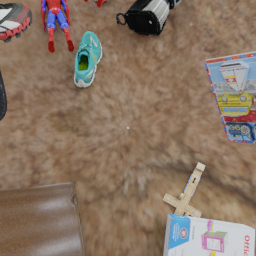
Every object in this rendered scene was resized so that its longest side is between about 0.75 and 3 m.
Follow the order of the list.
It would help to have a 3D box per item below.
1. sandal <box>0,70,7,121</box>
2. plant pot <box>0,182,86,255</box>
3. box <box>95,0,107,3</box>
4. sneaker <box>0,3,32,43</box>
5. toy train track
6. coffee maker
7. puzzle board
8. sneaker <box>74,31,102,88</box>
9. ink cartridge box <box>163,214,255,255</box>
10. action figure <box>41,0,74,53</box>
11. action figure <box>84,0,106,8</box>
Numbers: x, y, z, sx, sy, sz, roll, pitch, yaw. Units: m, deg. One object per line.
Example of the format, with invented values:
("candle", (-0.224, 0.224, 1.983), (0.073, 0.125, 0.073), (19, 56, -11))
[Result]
("sandal", (-1.996, -1.128, 3.505), (0.843, 0.506, 2.245), (-6, 103, -17))
("plant pot", (-2.026, 2.139, 5.213), (2.375, 2.399, 2.399), (-9, 66, -12))
("box", (-0.895, -4.485, 9.167), (0.384, 0.288, 0.767), (-1, 68, -1))
("sneaker", (-2.803, -2.161, 5.467), (0.783, 1.082, 2.214), (18, 45, 27))
("toy train track", (1.415, 1.498, 6.503), (0.921, 0.261, 1.606), (27, 68, 11))
("coffee maker", (0.656, -3.697, 8.394), (1.504, 1.055, 1.566), (28, 68, 12))
("puzzle board", (1.900, -0.318, 3.496), (0.160, 1.382, 1.834), (-40, 26, -31))
("sneaker", (-1.126, -2.010, 7.819), (0.699, 0.718, 1.803), (3, 65, 1))
("ink cartridge box", (1.616, 2.506, 5.698), (1.683, 0.712, 1.216), (7, 78, 2))
("action figure", (-2.184, -3.334, 8.463), (0.866, 0.684, 2.647), (-9, 61, -10))
("action figure", (-0.384, -4.991, 8.753), (0.852, 1.292, 2.611), (28, 55, 11))
